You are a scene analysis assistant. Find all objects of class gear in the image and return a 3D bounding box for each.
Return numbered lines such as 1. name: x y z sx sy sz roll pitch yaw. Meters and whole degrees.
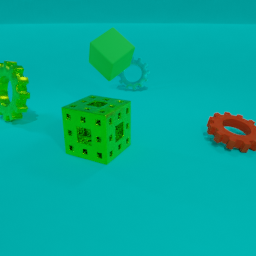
1. gear: 2.803 0.073 7.334 1.431 0.265 1.431 6 34 -4
2. gear: -3.630 -1.127 8.613 1.793 1.793 0.332 19 18 38
3. gear: 0.232 -2.348 12.086 1.413 1.413 0.261 2 4 5

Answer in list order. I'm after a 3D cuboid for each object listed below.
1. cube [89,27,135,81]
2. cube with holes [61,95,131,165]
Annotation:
1. cube: -0.434 -1.872 7.173 0.814 0.814 0.814 44 67 9
2. cube with holes: -0.720 -0.019 6.804 1.190 1.190 1.190 11 25 25
